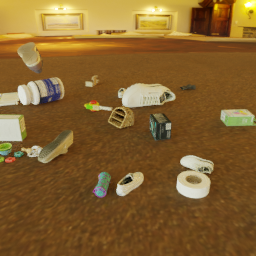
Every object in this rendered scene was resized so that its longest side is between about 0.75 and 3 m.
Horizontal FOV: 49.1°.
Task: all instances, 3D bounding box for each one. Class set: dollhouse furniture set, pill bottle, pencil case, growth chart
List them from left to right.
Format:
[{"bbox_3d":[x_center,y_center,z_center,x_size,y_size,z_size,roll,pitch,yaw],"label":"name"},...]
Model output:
[{"bbox_3d":[-6.385,-1.548,14.794,1.536,0.188,2.123,-5,24,-10],"label":"growth chart"},{"bbox_3d":[-4.403,-1.851,14.242,2.031,1.175,1.175,-19,30,-36],"label":"pill bottle"},{"bbox_3d":[-2.240,-3.009,17.691,0.470,0.550,1.062,9,25,16],"label":"dollhouse furniture set"},{"bbox_3d":[-0.695,1.526,7.596,0.354,0.326,0.766,16,24,-1],"label":"pencil case"}]

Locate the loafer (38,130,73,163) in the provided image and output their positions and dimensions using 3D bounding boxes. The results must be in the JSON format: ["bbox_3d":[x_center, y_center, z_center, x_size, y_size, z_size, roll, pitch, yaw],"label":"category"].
[{"bbox_3d":[-2.313,0.679,9.329,0.581,0.525,1.537,9,41,36],"label":"loafer"}]

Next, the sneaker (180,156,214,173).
[{"bbox_3d":[2.075,1.126,8.503,0.996,0.380,0.401,8,34,21],"label":"sneaker"}]

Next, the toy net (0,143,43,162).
[{"bbox_3d":[-3.542,0.790,9.300,1.591,0.307,0.835,-3,24,-7],"label":"toy net"}]

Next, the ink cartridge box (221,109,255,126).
[{"bbox_3d":[4.848,-0.452,11.951,1.538,0.456,0.798,-1,24,-2],"label":"ink cartridge box"}]

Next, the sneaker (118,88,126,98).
[{"bbox_3d":[-0.264,-2.030,15.622,0.412,0.400,1.129,5,24,10],"label":"sneaker"}]

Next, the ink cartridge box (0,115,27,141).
[{"bbox_3d":[-4.744,-0.014,10.420,1.698,0.881,0.503,0,24,0],"label":"ink cartridge box"}]

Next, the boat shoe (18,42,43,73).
[{"bbox_3d":[-3.831,-2.790,11.136,0.769,0.693,2.139,-28,41,-11],"label":"boat shoe"}]

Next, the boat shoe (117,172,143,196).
[{"bbox_3d":[0.089,1.448,7.723,0.407,0.362,1.108,13,27,28],"label":"boat shoe"}]

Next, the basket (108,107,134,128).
[{"bbox_3d":[-0.298,-0.494,11.735,0.737,0.706,0.989,-14,27,-32],"label":"basket"}]

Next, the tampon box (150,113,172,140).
[{"bbox_3d":[1.225,-0.060,10.717,0.603,0.716,0.955,-4,24,-9],"label":"tampon box"}]

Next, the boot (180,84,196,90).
[{"bbox_3d":[3.565,-2.390,16.695,0.697,0.277,0.800,-17,25,-23],"label":"boot"}]

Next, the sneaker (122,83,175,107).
[{"bbox_3d":[1.027,-1.554,13.841,2.869,1.096,1.155,-18,38,-32],"label":"sneaker"}]

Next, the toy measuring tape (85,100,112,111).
[{"bbox_3d":[-1.365,-1.030,13.252,1.415,0.521,0.521,6,24,13],"label":"toy measuring tape"}]

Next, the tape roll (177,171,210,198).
[{"bbox_3d":[1.777,1.521,7.630,0.880,0.308,0.880,-1,24,0],"label":"tape roll"}]
